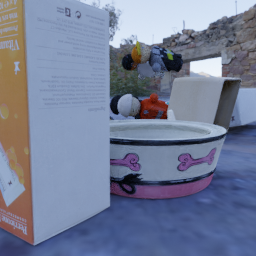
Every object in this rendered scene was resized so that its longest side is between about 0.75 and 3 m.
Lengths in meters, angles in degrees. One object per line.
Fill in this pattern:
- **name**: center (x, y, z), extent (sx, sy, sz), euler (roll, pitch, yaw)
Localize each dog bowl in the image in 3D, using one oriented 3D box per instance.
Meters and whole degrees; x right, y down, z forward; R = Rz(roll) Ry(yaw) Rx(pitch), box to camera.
- **dog bowl**: center (0.293, 0.325, 3.743), extent (1.926, 0.710, 1.926), euler (1, 8, 0)

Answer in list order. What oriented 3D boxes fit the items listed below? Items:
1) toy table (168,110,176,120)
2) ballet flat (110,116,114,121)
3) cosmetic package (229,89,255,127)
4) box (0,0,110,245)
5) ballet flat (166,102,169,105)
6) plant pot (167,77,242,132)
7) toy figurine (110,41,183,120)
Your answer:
- **toy table**: center (0.944, 0.094, 5.579), extent (0.877, 0.807, 0.514), euler (-1, 25, -16)
- **ballet flat**: center (-0.797, 0.065, 5.599), extent (0.774, 0.774, 2.120), euler (3, 9, 22)
- **cosmetic package**: center (3.157, -0.597, 8.563), extent (1.419, 0.997, 2.797), euler (-8, 1, 40)
- **box**: center (-0.894, -0.133, 2.655), extent (1.177, 1.893, 0.923), euler (6, 10, 36)
- **ballet flat**: center (1.663, -0.567, 10.924), extent (0.821, 0.821, 2.288), euler (4, 6, 26)
- **plant pot**: center (1.787, -0.626, 6.840), extent (1.266, 1.430, 1.428), euler (21, 20, 32)
- **toy figurine**: center (0.529, -1.532, 9.970), extent (1.907, 2.699, 2.741), euler (9, 5, -11)
